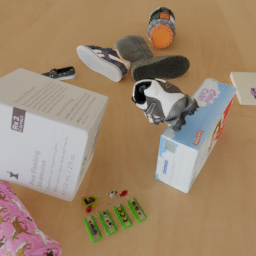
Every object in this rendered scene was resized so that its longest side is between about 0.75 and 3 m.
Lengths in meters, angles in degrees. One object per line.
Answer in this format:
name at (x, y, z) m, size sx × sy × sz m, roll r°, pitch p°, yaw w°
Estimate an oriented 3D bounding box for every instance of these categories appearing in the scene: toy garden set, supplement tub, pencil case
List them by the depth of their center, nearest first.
pencil case at (-2.540, 2.122, 6.135) m, size 2.519 × 1.090 × 1.043 m, roll 34°, pitch 34°, yaw 33°
toy garden set at (-0.425, 1.974, 6.909) m, size 1.415 × 0.282 × 1.180 m, roll -18°, pitch 45°, yaw -19°
supplement tub at (1.659, -4.925, 13.784) m, size 1.363 × 1.363 × 2.224 m, roll 4°, pitch 42°, yaw 5°

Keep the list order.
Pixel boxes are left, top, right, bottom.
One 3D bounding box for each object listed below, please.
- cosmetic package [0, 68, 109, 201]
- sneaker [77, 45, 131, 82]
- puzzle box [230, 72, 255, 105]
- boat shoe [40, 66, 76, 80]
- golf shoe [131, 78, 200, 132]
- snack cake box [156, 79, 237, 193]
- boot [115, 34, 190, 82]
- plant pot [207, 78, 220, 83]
cosmetic package at (-2.089, 0.077, 6.982) m, size 2.529 × 2.085 × 2.087 m, roll 17°, pitch 28°, yaw 0°
sneaker at (-0.997, -2.870, 11.768) m, size 2.501 × 0.981 × 0.993 m, roll 35°, pitch 64°, yaw 20°
puzzle box at (4.812, -1.556, 10.866) m, size 1.314 × 0.251 × 1.975 m, roll 4°, pitch 42°, yaw 4°
boat shoe at (-2.944, -2.218, 11.448) m, size 1.605 × 0.454 × 0.551 m, roll -12°, pitch 43°, yaw -13°
golf shoe at (0.721, -0.788, 7.147) m, size 1.357 × 2.872 × 1.116 m, roll 37°, pitch 87°, yaw -11°
snack cake box at (1.948, 0.114, 7.900) m, size 1.002 × 1.715 × 2.983 m, roll 23°, pitch 47°, yaw 24°
boot at (0.957, -3.187, 12.265) m, size 2.690 × 1.073 × 2.958 m, roll -6°, pitch 36°, yaw -10°
plant pot at (2.914, -1.241, 10.189) m, size 0.852 × 0.852 × 0.780 m, roll 30°, pitch 62°, yaw 29°
